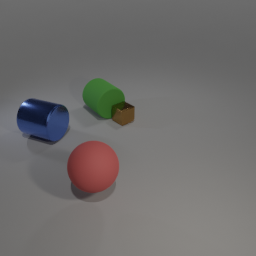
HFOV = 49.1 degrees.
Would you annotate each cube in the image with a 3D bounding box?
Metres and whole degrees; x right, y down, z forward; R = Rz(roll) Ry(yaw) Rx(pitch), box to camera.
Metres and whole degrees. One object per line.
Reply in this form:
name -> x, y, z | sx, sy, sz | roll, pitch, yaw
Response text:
cube -> -0.201, -0.620, 11.830 | 0.700, 0.700, 0.700 | -24, 39, -34

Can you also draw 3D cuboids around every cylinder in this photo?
cylinder -> -1.073, -1.312, 12.275 | 1.400, 1.400, 1.400 | -20, 36, -29
cylinder -> -3.186, -0.325, 10.597 | 1.400, 1.400, 1.400 | 13, 34, 20

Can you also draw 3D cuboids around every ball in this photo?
ball -> -0.938, 1.042, 7.594 | 1.400, 1.400, 1.400 | 0, 31, 0
